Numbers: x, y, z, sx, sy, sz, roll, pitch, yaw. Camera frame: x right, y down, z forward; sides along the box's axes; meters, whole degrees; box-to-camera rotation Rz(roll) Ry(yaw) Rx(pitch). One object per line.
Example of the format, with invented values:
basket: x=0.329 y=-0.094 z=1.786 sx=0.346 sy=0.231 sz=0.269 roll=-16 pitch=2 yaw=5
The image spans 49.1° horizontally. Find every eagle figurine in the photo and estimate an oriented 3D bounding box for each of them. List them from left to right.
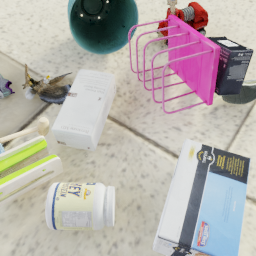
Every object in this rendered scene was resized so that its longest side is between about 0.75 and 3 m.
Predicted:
eagle figurine: x=-2.909 y=-1.573 z=10.266 sx=1.706 sy=1.287 sz=1.294 roll=7 pitch=96 yaw=-32

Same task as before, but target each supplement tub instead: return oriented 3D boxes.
supplement tub: x=-1.233 y=2.115 z=7.600 sx=1.719 sy=1.246 sz=1.246 roll=0 pitch=57 yaw=0

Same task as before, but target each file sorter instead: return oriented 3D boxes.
file sorter: x=1.361 y=-2.156 z=9.457 sx=1.858 sy=2.058 sz=2.962 roll=-17 pitch=43 yaw=-12

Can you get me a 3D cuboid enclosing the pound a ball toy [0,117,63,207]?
pound a ball toy: x=-3.216 y=1.055 z=8.315 sx=2.716 sy=1.154 sz=1.771 roll=-29 pitch=58 yaw=-27

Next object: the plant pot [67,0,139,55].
plant pot: x=-1.193 y=-4.676 z=11.310 sx=2.714 sy=2.714 sz=2.178 roll=-16 pitch=43 yaw=-10

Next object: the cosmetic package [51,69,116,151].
cosmetic package: x=-1.404 y=-0.667 z=9.560 sx=1.373 sy=1.000 sz=2.700 roll=9 pitch=56 yaw=9

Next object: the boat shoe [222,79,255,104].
boat shoe: x=4.404 y=-1.402 z=10.161 sx=2.066 sy=0.762 sz=0.663 roll=-15 pitch=25 yaw=8

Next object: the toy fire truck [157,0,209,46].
toy fire truck: x=2.217 y=-4.769 z=11.427 sx=2.046 sy=2.325 sz=1.496 roll=-22 pitch=60 yaw=-13

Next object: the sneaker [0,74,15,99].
sneaker: x=-4.806 y=-1.776 z=10.631 sx=0.659 sy=0.560 sz=1.505 roll=-20 pitch=69 yaw=-24

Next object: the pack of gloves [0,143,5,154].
pack of gloves: x=-4.644 y=0.852 z=9.088 sx=1.246 sy=0.293 sz=1.483 roll=-34 pitch=58 yaw=-11

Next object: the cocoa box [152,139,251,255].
cocoa box: x=1.904 y=2.020 z=7.316 sx=1.778 sy=1.807 sz=2.710 roll=17 pitch=59 yaw=10

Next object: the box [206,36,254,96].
box: x=3.161 y=-2.101 z=9.420 sx=0.901 sy=1.535 sz=1.509 roll=-8 pitch=35 yaw=-19
